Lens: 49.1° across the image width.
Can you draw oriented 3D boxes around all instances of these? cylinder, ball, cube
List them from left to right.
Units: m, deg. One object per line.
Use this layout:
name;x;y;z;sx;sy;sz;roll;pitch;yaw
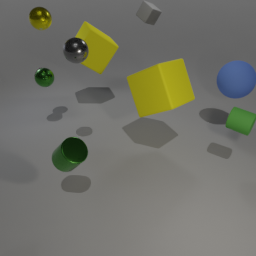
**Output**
ball;-2.770;-3.462;8.868;0.700;0.700;0.700;0;30;0
ball;-3.046;-1.842;10.219;0.700;0.700;0.700;0;30;0
cylinder;-1.455;0.667;6.993;0.700;0.700;0.700;17;56;-28
ball;-1.440;-2.143;7.755;0.700;0.700;0.700;0;30;0
cube;-1.481;-3.382;11.831;1.400;1.400;1.400;25;21;-31
cube;0.935;-5.139;12.538;0.700;0.700;0.700;-10;53;-48
cube;1.068;-1.290;9.085;1.400;1.400;1.400;-13;8;45
ball;4.047;-1.805;10.477;1.400;1.400;1.400;0;30;0
cylinder;3.455;-0.212;8.554;0.700;0.700;0.700;25;38;26
